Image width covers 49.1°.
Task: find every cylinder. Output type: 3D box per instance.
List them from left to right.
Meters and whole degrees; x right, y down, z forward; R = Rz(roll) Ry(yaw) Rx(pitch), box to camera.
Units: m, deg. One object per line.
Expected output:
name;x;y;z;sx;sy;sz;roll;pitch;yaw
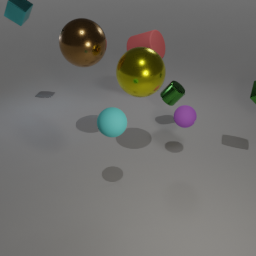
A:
cylinder;0.885;-3.918;13.662;1.400;1.400;1.400;-2;23;38
cylinder;1.708;-1.322;10.675;0.700;0.700;0.700;26;39;-24

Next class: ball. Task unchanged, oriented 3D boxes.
ball;-1.333;-2.514;8.318;1.400;1.400;1.400;0;29;0
ball;-0.370;-0.131;6.501;0.700;0.700;0.700;0;29;0
ball;0.360;-1.563;7.898;1.400;1.400;1.400;0;29;0
ball;1.768;-0.356;8.677;0.700;0.700;0.700;0;29;0

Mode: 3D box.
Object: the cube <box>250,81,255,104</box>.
cube;4.140;-1.029;8.216;0.700;0.700;0.700;-19;39;54

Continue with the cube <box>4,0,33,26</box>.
cube;-4.101;-4.425;10.502;0.700;0.700;0.700;30;45;-16
